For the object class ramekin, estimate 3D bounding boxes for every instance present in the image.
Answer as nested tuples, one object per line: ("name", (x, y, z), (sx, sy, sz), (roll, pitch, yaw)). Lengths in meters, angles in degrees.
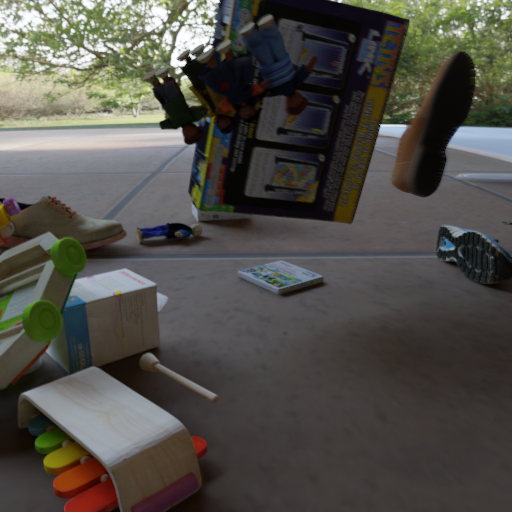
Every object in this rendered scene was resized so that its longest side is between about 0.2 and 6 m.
("ramekin", (-3.004, 1.259, 7.011), (0.581, 0.283, 0.581), (0, 18, 0))

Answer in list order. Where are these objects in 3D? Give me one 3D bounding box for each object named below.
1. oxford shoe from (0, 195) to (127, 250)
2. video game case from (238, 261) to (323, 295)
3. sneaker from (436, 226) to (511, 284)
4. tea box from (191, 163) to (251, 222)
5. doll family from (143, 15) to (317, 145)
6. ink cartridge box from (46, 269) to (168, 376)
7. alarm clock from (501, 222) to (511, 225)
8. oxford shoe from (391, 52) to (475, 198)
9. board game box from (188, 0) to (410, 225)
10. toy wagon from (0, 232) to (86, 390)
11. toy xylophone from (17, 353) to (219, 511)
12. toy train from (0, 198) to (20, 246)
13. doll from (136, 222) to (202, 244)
("oxford shoe", (-4.272, -0.725, 12.030), (2.966, 1.095, 1.050), (1, 17, 4))
("video game case", (0.433, 0.377, 10.128), (1.068, 0.129, 1.172), (-13, 22, -36))
("sneaker", (4.272, -0.114, 10.509), (1.010, 0.880, 2.245), (1, 17, -7))
("tea box", (-0.920, -1.715, 14.678), (1.449, 1.425, 0.968), (-5, 18, -14))
("doll family", (-0.271, -1.899, 6.451), (1.978, 1.143, 0.776), (-6, 39, 34))
("ink cartridge box", (-1.972, 0.802, 7.407), (1.458, 0.913, 0.937), (-13, 22, -37))
("alarm clock", (6.385, -0.729, 13.332), (1.043, 0.347, 0.703), (8, 19, 19))
("oxford shoe", (3.336, -2.597, 10.907), (1.015, 2.845, 1.014), (21, 4, -30))
("board game box", (0.571, -2.256, 8.694), (2.726, 3.298, 0.935), (4, 24, -22))
("toy wagon", (-3.042, 0.894, 6.436), (2.102, 0.536, 2.709), (-20, 42, 25))
("toy xylophone", (-1.305, 1.617, 5.392), (1.604, 0.550, 2.191), (-13, 21, -35))
("toy train", (-5.915, -0.220, 11.039), (2.363, 0.875, 3.146), (-16, 20, 17))
("doll", (-1.964, -0.567, 12.776), (1.492, 0.362, 1.018), (-6, 19, -17))
